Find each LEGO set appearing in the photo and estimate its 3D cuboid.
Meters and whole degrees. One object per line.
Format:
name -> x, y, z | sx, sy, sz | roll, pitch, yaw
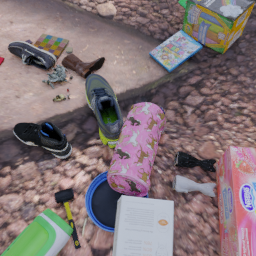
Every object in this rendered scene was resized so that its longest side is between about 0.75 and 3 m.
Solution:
LEGO set -> -2.606, -1.819, 10.566 | 1.145, 0.500, 1.763 | -27, 61, -16

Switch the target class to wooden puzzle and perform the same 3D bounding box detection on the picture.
wooden puzzle -> -3.334, -3.392, 11.760 | 2.153, 0.151, 1.277 | 18, 60, 11

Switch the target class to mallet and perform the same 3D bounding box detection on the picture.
mallet -> -1.571, 2.523, 7.992 | 0.563, 0.352, 1.710 | -22, 65, -18

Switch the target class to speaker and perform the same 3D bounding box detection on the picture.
speaker -> -2.557, 3.308, 7.020 | 1.108, 1.108, 2.505 | 32, 63, 18

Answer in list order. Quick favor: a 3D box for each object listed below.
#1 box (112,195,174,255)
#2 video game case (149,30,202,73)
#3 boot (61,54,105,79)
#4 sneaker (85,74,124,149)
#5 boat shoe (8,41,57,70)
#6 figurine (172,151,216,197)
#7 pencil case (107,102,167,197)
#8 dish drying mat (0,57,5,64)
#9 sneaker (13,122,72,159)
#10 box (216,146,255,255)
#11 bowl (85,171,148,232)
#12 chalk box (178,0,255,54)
box -> 0.336, 2.905, 6.972 | 1.354, 1.061, 2.177 | 8, 68, -5
video game case -> 1.927, -3.140, 11.354 | 1.767, 0.157, 1.265 | -37, 64, -10
boot -> -1.806, -2.688, 11.189 | 1.395, 0.448, 1.300 | 34, 62, 24
sneaker -> -0.759, -0.843, 9.526 | 1.107, 1.213, 2.997 | -19, 60, -11
boat shoe -> -3.903, -2.833, 11.064 | 2.092, 0.760, 0.656 | 19, 57, 7
figurine -> 2.064, 1.435, 8.537 | 1.286, 0.567, 1.318 | 9, 59, 1
pencil case -> 0.326, 0.585, 8.419 | 1.289, 1.233, 2.979 | 6, 49, 18
dish drying mat -> -5.477, -2.348, 11.130 | 0.518, 0.123, 1.348 | 16, 60, 11
sneaker -> -2.815, 0.094, 8.928 | 2.201, 1.231, 0.804 | 22, 60, 13
box -> 3.346, 2.140, 7.531 | 1.539, 1.419, 2.998 | 6, 58, 4
bowl -> -0.321, 2.118, 8.178 | 1.832, 0.360, 1.832 | 0, 58, 0
chalk box -> 3.406, -4.724, 11.702 | 2.750, 1.702, 1.711 | 37, 66, 22
